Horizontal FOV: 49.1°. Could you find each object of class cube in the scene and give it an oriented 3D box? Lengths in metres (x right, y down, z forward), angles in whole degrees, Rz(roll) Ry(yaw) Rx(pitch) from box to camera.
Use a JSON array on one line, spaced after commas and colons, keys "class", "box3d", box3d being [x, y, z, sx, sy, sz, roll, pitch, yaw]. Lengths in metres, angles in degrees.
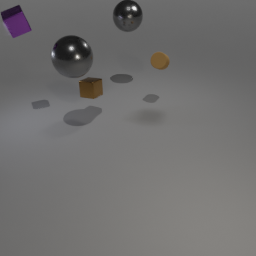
[{"class": "cube", "box3d": [-1.516, -1.648, 11.526, 0.700, 0.700, 0.700, 11, 27, 26]}, {"class": "cube", "box3d": [-3.833, -3.652, 9.603, 0.700, 0.700, 0.700, -26, 49, -7]}]

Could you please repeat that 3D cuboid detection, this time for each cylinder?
[{"class": "cylinder", "box3d": [1.381, -2.869, 12.000, 0.700, 0.700, 0.700, 11, 11, 17]}]

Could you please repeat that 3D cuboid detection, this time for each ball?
[{"class": "ball", "box3d": [-1.869, -2.385, 9.422, 1.400, 1.400, 1.400, 0, 31, 0]}, {"class": "ball", "box3d": [-0.012, -5.194, 13.005, 1.400, 1.400, 1.400, 0, 31, 0]}]
